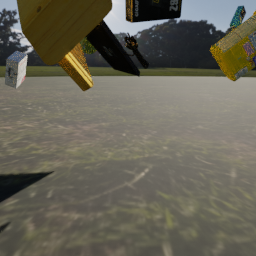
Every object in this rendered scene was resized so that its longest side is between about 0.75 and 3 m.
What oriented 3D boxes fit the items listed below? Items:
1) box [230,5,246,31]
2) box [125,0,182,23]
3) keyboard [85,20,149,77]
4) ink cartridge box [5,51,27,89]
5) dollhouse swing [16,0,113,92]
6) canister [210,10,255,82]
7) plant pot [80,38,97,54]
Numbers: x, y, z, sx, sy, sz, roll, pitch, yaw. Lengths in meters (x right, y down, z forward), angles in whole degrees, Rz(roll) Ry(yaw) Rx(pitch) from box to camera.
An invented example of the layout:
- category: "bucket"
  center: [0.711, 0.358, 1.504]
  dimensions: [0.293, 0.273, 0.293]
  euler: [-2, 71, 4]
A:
- category: "box"
  center: [3.432, -3.406, 8.737]
  dimensions: [0.191, 0.778, 0.320]
  euler: [14, -19, 43]
- category: "box"
  center: [0.415, -2.272, 4.313]
  dimensions: [0.919, 1.151, 0.284]
  euler: [-14, 34, -22]
- category: "keyboard"
  center: [-0.242, -2.230, 8.024]
  dimensions: [1.832, 0.297, 2.883]
  euler: [21, -6, 25]
- category: "ink cartridge box"
  center: [-3.860, -2.016, 9.666]
  dimensions: [0.439, 1.036, 0.755]
  euler: [20, 36, -7]
- category: "dollhouse swing"
  center: [-0.894, -2.354, 5.422]
  dimensions: [2.154, 2.227, 2.451]
  euler: [29, 32, -48]
- category: "canister"
  center: [2.810, -1.929, 6.575]
  dimensions: [1.453, 1.079, 0.629]
  euler: [-37, 21, 9]
- category: "plant pot"
  center: [-1.665, -3.370, 10.891]
  dimensions: [1.107, 1.107, 1.018]
  euler: [-9, 35, -35]
